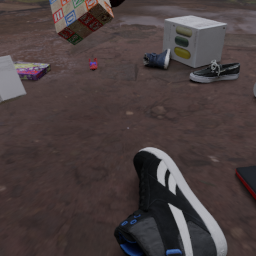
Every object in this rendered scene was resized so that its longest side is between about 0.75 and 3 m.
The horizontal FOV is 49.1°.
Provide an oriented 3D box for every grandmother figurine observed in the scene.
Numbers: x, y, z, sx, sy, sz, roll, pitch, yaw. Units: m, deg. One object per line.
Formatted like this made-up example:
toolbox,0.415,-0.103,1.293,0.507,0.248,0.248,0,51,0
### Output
grandmother figurine,-0.580,-4.621,9.586,1.342,2.212,0.670,8,49,-15

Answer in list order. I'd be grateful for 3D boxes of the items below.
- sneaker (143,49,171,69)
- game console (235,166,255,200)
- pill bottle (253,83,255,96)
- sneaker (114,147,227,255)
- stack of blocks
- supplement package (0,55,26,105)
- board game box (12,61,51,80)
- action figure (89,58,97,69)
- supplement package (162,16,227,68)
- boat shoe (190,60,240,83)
sneaker,1.410,-3.453,13.593,1.251,0.658,1.731,9,34,8
game console,3.795,1.362,6.217,2.155,0.334,1.906,-4,32,-8
pill bottle,5.362,-1.444,10.352,1.223,0.696,0.696,-4,32,-6
sneaker,0.348,1.447,5.379,1.623,1.060,2.902,-13,35,-21
stack of blocks,-0.925,-2.419,5.005,0.912,0.464,1.584,-27,67,23
supplement package,-2.699,-1.018,6.073,0.542,0.894,0.536,-25,7,-37
board game box,-4.843,-2.605,12.586,2.327,0.376,1.397,6,37,9
action figure,-1.668,-3.160,13.239,0.395,0.599,1.209,-6,35,-8
supplement package,3.200,-4.336,13.870,1.830,1.843,2.429,-19,37,-27
boat shoe,3.710,-2.426,11.854,2.231,0.762,0.824,-4,32,-6
